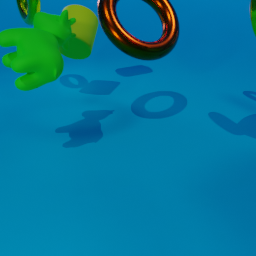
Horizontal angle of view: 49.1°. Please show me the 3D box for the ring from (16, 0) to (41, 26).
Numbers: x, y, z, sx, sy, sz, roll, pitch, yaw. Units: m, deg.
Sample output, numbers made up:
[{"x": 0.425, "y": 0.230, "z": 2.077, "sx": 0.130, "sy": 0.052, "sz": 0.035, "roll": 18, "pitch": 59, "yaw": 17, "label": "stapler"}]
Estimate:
[{"x": -2.863, "y": -3.777, "z": 7.926, "sx": 0.332, "sy": 1.658, "sz": 1.658, "roll": -16, "pitch": 32, "yaw": -30, "label": "ring"}]

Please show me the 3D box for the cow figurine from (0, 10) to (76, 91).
[{"x": -1.576, "y": -1.566, "z": 5.437, "sx": 1.680, "sy": 0.937, "sz": 1.707, "roll": -22, "pitch": 57, "yaw": -26, "label": "cow figurine"}]

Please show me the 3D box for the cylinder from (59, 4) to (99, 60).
[{"x": -1.514, "y": -2.785, "z": 8.209, "sx": 1.117, "sy": 1.117, "sz": 1.117, "roll": 6, "pitch": 67, "yaw": 10, "label": "cylinder"}]

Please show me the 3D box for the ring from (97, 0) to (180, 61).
[{"x": 0.286, "y": -2.493, "z": 6.393, "sx": 2.049, "sy": 2.049, "sz": 0.410, "roll": -17, "pitch": -7, "yaw": -29, "label": "ring"}]

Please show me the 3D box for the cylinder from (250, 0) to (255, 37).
[{"x": 2.923, "y": -1.982, "z": 4.423, "sx": 1.354, "sy": 1.354, "sz": 1.354, "roll": -18, "pitch": 16, "yaw": -30, "label": "cylinder"}]
